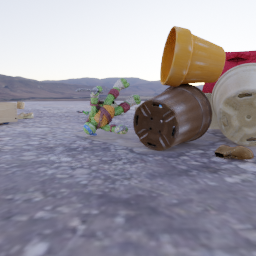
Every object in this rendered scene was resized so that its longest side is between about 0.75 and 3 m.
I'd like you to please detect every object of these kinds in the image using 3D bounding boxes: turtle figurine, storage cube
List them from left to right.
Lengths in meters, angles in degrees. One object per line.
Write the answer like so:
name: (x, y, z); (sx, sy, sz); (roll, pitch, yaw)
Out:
turtle figurine: (-0.397, -0.619, 8.336); (1.484, 2.062, 1.999); (34, 58, 13)
storage cube: (3.846, -1.298, 9.892); (1.952, 2.052, 2.283); (4, -35, 27)

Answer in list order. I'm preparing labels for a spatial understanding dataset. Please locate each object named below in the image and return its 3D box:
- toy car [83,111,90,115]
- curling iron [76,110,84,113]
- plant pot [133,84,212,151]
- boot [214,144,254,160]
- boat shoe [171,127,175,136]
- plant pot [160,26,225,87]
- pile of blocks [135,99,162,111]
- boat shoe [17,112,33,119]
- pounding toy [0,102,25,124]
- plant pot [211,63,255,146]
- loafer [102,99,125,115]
toy car: (-2.389, -0.953, 17.689); (0.938, 0.222, 0.997); (-5, 8, -33)
curling iron: (-3.294, -1.126, 19.409); (0.874, 0.112, 0.217); (2, 43, 44)
plant pot: (1.058, -0.241, 7.006); (1.619, 1.619, 1.603); (5, 15, 35)
boot: (2.129, 0.535, 5.673); (0.320, 0.312, 0.848); (-25, 14, -27)
boat shoe: (1.025, 0.057, 8.576); (1.331, 0.441, 0.497); (6, 9, 42)
plant pot: (1.631, -1.708, 7.067); (1.330, 1.453, 1.453); (8, 6, -7)
pile of blocks: (1.142, -0.611, 12.702); (1.195, 0.905, 2.912); (14, 19, 15)
boat shoe: (-5.571, -0.667, 14.815); (1.085, 0.350, 0.387); (-6, 9, -38)
pounding toy: (-5.584, -0.685, 12.500); (1.823, 0.949, 2.075); (6, 10, 42)
plant pot: (3.330, -0.532, 7.719); (2.253, 2.253, 2.063); (3, 19, 23)
loafer: (-0.929, -1.300, 17.101); (1.123, 1.040, 2.985); (2, 7, 16)
